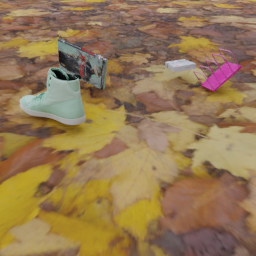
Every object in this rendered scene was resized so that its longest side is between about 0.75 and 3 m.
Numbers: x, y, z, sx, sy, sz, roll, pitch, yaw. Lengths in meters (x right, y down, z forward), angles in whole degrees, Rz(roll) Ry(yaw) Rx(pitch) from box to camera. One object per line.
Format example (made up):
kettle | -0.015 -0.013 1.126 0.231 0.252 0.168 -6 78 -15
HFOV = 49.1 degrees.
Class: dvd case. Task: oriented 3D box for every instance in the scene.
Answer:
dvd case | -1.402 -1.938 8.576 1.641 1.198 0.181 25 54 8

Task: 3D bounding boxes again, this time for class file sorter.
file sorter | 2.677 -1.792 8.530 1.094 0.686 0.760 -42 25 3

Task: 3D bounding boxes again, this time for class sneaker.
sneaker | -1.972 -0.933 7.135 2.196 1.296 0.808 14 25 31

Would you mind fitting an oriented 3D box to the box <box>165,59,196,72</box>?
box | 1.681 -2.028 9.074 0.716 0.189 0.918 -11 23 -8
